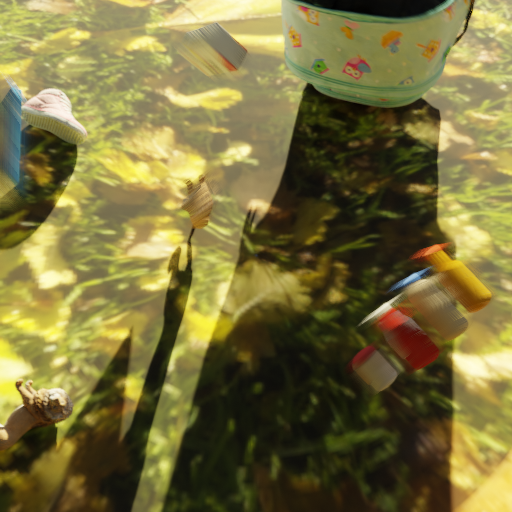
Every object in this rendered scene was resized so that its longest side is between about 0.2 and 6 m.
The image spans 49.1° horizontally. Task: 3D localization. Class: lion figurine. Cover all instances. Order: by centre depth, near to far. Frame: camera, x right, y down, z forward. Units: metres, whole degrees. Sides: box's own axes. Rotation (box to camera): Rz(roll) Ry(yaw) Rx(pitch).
[{"bbox_3d":[-2.815,1.958,6.664,1.221,0.443,0.748,-41,70,-10],"label":"lion figurine"},{"bbox_3d":[-0.824,-0.679,8.147,0.437,1.206,0.738,-15,69,-2],"label":"lion figurine"}]

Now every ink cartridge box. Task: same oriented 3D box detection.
[{"bbox_3d":[-0.705,-3.229,8.833,0.939,0.684,0.389,14,77,53],"label":"ink cartridge box"}]

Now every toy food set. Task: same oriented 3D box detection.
[{"bbox_3d":[1.648,0.783,6.427,0.837,1.860,0.888,47,31,1],"label":"toy food set"}]

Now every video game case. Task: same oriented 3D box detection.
[{"bbox_3d":[-2.904,-1.185,6.366,0.127,1.423,1.018,4,83,-35],"label":"video game case"}]

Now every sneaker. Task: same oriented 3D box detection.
[{"bbox_3d":[-3.399,-2.503,9.814,1.454,0.547,0.760,24,62,22],"label":"sneaker"}]

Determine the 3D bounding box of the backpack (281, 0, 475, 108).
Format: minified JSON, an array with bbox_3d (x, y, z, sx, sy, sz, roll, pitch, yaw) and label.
[{"bbox_3d":[2.052,-4.155,9.666,3.116,2.717,3.545,19,48,16],"label":"backpack"}]
